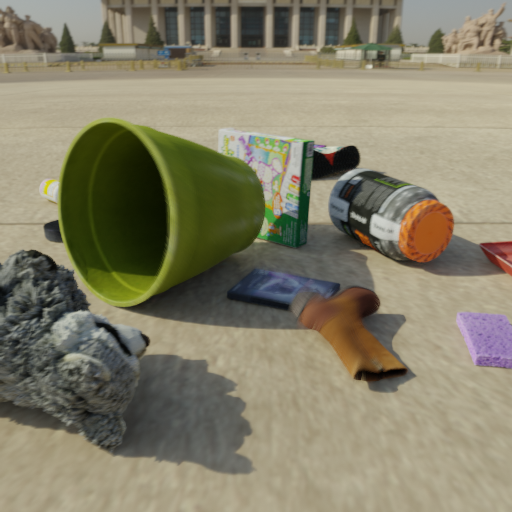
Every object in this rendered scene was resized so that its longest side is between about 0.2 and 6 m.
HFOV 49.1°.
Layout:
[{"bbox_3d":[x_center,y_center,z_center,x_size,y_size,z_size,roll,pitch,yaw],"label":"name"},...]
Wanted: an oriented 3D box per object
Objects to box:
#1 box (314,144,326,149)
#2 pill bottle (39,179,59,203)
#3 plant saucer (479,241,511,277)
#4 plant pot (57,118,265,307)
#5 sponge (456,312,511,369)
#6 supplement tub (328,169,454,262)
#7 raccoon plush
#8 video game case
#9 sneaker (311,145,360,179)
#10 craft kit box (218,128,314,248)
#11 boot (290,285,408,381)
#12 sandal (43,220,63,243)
[{"bbox_3d":[1.271,-3.431,18.684,1.495,0.377,2.091,13,27,27],"label":"box"},{"bbox_3d":[-4.890,-1.569,13.913,1.044,0.544,0.544,20,30,39],"label":"pill bottle"},{"bbox_3d":[5.220,0.187,9.924,1.843,0.339,1.846,-4,22,-9],"label":"plant saucer"},{"bbox_3d":[-1.364,-0.816,9.618,2.885,2.885,2.778,18,19,37],"label":"plant pot"},{"bbox_3d":[3.258,1.154,7.768,0.695,0.186,1.245,4,23,7],"label":"sponge"},{"bbox_3d":[2.569,-0.787,10.853,1.426,1.426,2.328,-11,24,-24],"label":"supplement tub"},{"bbox_3d":[-2.849,1.502,6.121,3.409,1.649,2.284,-33,44,-7],"label":"raccoon plush"},{"bbox_3d":[0.468,0.574,9.220,1.574,0.149,1.125,8,22,22],"label":"video game case"},{"bbox_3d":[1.810,-2.764,16.704,2.507,0.883,1.172,-13,8,-23],"label":"sneaker"},{"bbox_3d":[0.127,-1.425,11.453,2.103,2.129,0.517,17,24,37],"label":"craft kit box"},{"bbox_3d":[1.495,1.011,7.639,1.553,0.565,1.650,7,23,-35],"label":"boot"},{"bbox_3d":[-3.442,-0.972,12.405,1.032,0.581,2.714,12,25,27],"label":"sandal"}]
